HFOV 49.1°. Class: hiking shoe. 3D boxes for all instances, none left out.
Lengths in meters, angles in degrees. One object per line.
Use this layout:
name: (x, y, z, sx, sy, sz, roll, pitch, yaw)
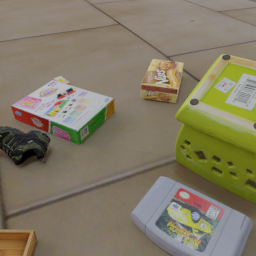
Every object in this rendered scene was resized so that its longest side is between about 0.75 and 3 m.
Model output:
hiking shoe: (-3.391, 0.561, 8.307, 2.018, 0.764, 1.016, 2, 55, -4)

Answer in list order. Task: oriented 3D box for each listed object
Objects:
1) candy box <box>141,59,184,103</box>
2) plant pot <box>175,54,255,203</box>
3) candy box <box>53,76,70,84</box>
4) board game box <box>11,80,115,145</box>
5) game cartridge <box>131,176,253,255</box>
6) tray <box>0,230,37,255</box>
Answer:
candy box: (1.489, -2.048, 11.810, 1.437, 0.689, 2.490, 9, 39, 11)
plant pot: (2.930, -0.160, 7.279, 2.758, 2.515, 2.772, 27, 66, 31)
candy box: (-2.922, -2.066, 12.320, 0.388, 0.100, 0.759, -26, 45, -33)
board game box: (-2.299, -0.706, 10.169, 2.944, 0.594, 2.253, 19, 42, 23)
game cartridge: (1.427, 2.227, 6.564, 2.508, 0.513, 1.669, 23, 47, 26)
tray: (-3.139, 2.721, 5.989, 2.063, 0.382, 1.018, 1, 38, 0)
